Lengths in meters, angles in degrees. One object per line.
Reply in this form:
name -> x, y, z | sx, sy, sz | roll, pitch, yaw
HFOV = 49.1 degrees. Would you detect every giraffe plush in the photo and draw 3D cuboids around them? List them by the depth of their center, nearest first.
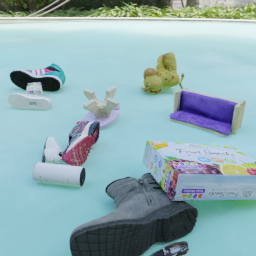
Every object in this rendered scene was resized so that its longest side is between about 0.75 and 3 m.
giraffe plush -> 1.453, -2.350, 13.319 | 1.754, 1.866, 2.163 | -19, 66, -14

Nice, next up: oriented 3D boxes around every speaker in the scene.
speaker -> -1.697, 1.164, 6.993 | 1.233, 0.501, 0.501 | 4, 26, 10

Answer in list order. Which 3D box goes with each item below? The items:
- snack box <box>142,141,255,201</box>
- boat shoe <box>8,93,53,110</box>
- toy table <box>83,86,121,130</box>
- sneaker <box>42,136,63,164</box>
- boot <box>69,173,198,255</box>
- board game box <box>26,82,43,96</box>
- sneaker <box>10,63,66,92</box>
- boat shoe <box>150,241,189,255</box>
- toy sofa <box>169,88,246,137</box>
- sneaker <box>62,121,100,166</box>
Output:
snack box -> 1.837, 0.947, 6.526 | 2.538, 0.672, 1.805 | 4, 16, -19
boat shoe -> -4.015, -1.128, 11.611 | 1.788, 0.644, 0.613 | 1, 14, 5
toy table -> -0.944, -0.741, 9.972 | 1.548, 0.986, 1.684 | 15, 42, 22
sneaker -> -2.190, 0.681, 8.175 | 0.563, 0.482, 1.293 | 10, 26, -17
boot -> -0.083, 1.694, 5.693 | 2.662, 0.901, 1.739 | -6, 21, -28
board game box -> -4.137, -1.563, 12.454 | 0.622, 0.611, 1.186 | -7, 27, -14
sneaker -> -4.282, -2.598, 13.942 | 2.707, 1.132, 1.634 | 11, 31, 9
boat shoe -> 0.745, 2.246, 5.069 | 0.776, 0.234, 0.287 | -6, 27, -13
toy sofa -> 2.773, -0.630, 10.063 | 2.499, 1.035, 1.219 | 20, 32, 36
sneaker -> -1.438, 0.419, 8.130 | 0.758, 0.818, 2.030 | 8, 26, 10
